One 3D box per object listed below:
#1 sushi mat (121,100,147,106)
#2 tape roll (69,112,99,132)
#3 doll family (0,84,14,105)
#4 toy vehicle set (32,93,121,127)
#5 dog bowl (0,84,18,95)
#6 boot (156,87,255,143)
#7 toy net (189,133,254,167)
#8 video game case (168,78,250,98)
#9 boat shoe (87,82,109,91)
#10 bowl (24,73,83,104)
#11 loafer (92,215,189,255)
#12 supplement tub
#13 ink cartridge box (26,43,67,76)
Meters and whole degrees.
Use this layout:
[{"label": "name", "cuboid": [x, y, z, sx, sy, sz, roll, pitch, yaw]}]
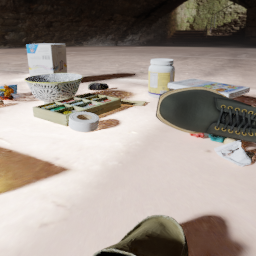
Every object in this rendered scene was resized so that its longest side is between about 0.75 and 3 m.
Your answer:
[{"label": "sushi mat", "cuboid": [-0.049, -1.006, 10.977, 1.448, 0.088, 0.693, 6, 22, 15]}, {"label": "tape roll", "cuboid": [-1.285, -0.186, 8.196, 0.878, 0.307, 0.878, 5, 24, -2]}, {"label": "doll family", "cuboid": [-4.988, -1.320, 10.898, 0.951, 0.690, 1.532, 0, 18, -2]}, {"label": "toy vehicle set", "cuboid": [-1.691, -0.721, 9.774, 1.670, 0.356, 2.688, 14, 24, 34]}, {"label": "dog bowl", "cuboid": [-5.494, -1.580, 11.873, 1.630, 0.404, 0.908, -5, 12, -2]}, {"label": "boot", "cuboid": [2.151, -0.207, 5.671, 2.830, 1.096, 1.958, 6, 9, -11]}, {"label": "toy net", "cuboid": [2.292, 0.160, 7.020, 1.309, 0.482, 2.494, 3, 22, 0]}, {"label": "video game case", "cuboid": [2.997, -1.512, 10.491, 2.459, 0.222, 1.761, 19, 26, 41]}, {"label": "boat shoe", "cuboid": [-1.382, -1.954, 13.199, 1.067, 0.384, 0.346, -6, 15, -32]}, {"label": "bowl", "cuboid": [-2.804, -1.461, 10.833, 2.178, 1.022, 2.178, -1, 19, 0]}, {"label": "loafer", "cuboid": [0.085, 1.528, 2.900, 0.845, 0.750, 2.223, 10, 22, 25]}, {"label": "supplement tub", "cuboid": [1.419, -2.113, 11.887, 1.121, 1.543, 1.121, 0, 20, 0]}, {"label": "ink cartridge box", "cuboid": [-4.183, -3.367, 14.693, 1.481, 2.012, 1.455, 6, 19, 17]}]
